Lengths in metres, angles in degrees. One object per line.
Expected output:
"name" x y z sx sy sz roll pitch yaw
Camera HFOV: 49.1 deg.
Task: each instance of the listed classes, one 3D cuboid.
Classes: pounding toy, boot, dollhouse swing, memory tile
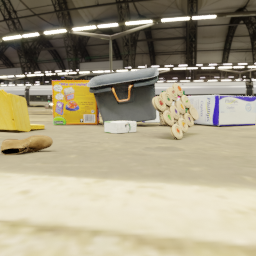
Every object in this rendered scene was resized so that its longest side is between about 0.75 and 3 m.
"pounding toy" 2.111 -0.432 11.587 1.398 0.994 1.287 -10 -4 43
"boot" -1.870 0.356 5.201 0.923 0.340 0.348 -7 23 -12
"dollhouse swing" -4.012 -0.595 9.758 1.833 1.666 1.612 2 16 27
"memory tile" 1.354 -0.501 7.648 0.142 1.293 1.687 -27 7 39

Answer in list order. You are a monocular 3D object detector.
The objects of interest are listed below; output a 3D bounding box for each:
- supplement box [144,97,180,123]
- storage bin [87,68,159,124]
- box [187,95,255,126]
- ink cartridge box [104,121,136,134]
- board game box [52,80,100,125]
"supplement box" 2.043 -0.959 14.372 2.590 1.311 1.339 0 5 6
"storage bin" -0.031 -1.155 11.256 2.779 1.866 2.022 -9 23 7
"box" 4.028 -0.788 12.572 2.225 1.269 2.419 -2 4 -26
"ink cartridge box" -0.239 -0.034 9.070 0.864 0.365 0.631 -4 6 -42
"board game box" -2.342 -1.174 13.067 1.945 1.943 1.944 0 5 -2
